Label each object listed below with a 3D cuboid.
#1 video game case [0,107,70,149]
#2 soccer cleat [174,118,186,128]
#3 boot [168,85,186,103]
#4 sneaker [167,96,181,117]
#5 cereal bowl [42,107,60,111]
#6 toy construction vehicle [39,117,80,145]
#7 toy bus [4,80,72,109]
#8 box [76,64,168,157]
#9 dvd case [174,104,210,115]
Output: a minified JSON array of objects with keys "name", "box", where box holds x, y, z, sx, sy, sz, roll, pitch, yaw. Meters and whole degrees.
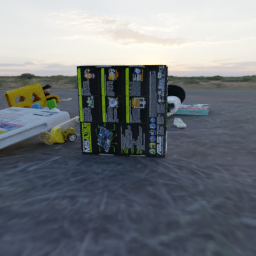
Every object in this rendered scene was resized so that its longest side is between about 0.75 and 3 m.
[{"name":"video game case","box":[-3.368,0.021,6.974,2.909,0.321,2.648,7,23,40]},{"name":"soccer cleat","box":[1.771,-0.175,9.675,0.270,0.302,0.780,-2,11,-14]},{"name":"boot","box":[1.131,-1.523,14.284,2.957,1.094,2.423,-13,10,-9]},{"name":"sneaker","box":[1.757,-0.842,11.823,1.135,0.853,2.279,-5,13,41]},{"name":"cereal bowl","box":[-3.491,-0.719,12.546,0.973,0.405,0.973,1,10,0]},{"name":"toy construction vehicle","box":[-1.050,-0.016,7.298,2.237,0.788,1.947,-5,11,-28]},{"name":"toy bus","box":[-4.265,-1.461,12.814,2.457,1.345,2.604,-11,14,15]},{"name":"box","box":[-0.106,-0.361,5.946,1.875,1.941,0.461,1,14,11]},{"name":"dvd case","box":[3.122,-0.993,14.411,2.071,0.312,2.837,3,12,16]}]
